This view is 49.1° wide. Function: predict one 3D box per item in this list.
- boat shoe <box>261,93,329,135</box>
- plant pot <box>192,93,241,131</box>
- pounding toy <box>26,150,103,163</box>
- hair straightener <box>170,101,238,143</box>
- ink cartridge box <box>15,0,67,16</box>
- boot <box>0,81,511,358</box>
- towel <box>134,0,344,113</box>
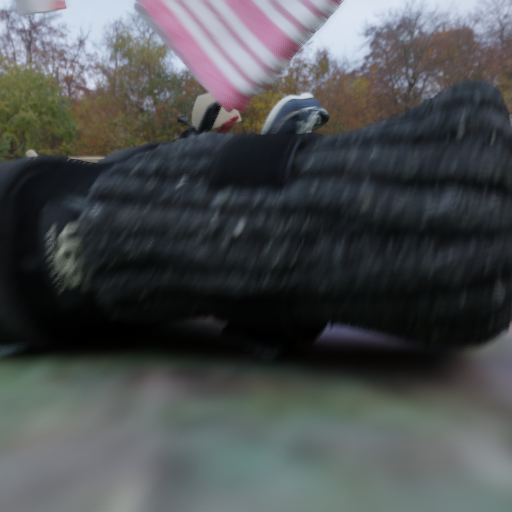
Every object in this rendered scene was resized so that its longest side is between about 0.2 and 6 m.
[{"bbox_3d":[0.744,-2.417,10.208,0.669,0.810,2.164,38,29,7],"label":"boat shoe"},{"bbox_3d":[-0.938,-3.184,12.280,1.090,0.732,1.090,-13,15,4],"label":"plant pot"},{"bbox_3d":[-2.291,-0.662,7.176,1.645,1.515,1.170,0,3,-2],"label":"pounding toy"},{"bbox_3d":[-1.211,-2.547,11.631,0.513,0.965,2.509,-42,3,-28],"label":"hair straightener"},{"bbox_3d":[-2.885,-3.651,7.207,0.326,0.966,0.563,6,28,32],"label":"ink cartridge box"},{"bbox_3d":[0.090,-0.153,2.526,1.772,0.892,2.370,-6,12,13],"label":"boot"},{"bbox_3d":[0.080,-3.068,5.840,2.704,1.979,0.404,-45,-22,15],"label":"towel"}]
